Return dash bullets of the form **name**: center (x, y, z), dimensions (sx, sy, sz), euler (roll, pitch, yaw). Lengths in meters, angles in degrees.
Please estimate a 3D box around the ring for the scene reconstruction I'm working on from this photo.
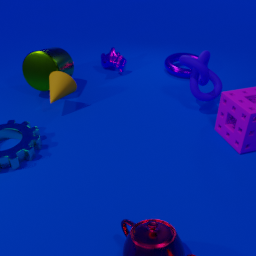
- **ring**: center (2.202, -2.404, 10.646), dimensions (1.654, 0.331, 1.654), euler (2, 40, -1)

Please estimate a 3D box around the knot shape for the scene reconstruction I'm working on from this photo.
- **knot shape**: center (2.128, -1.630, 8.086), dimensions (0.712, 1.540, 1.441), euler (-23, 25, 35)

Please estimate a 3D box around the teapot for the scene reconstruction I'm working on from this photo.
- **teapot**: center (0.420, 1.784, 4.227), dimensions (0.952, 0.750, 1.531), euler (-16, 20, -40)

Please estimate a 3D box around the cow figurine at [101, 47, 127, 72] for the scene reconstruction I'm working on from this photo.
- **cow figurine**: center (-0.573, -2.499, 10.624), dimensions (1.126, 0.618, 1.108), euler (-19, 55, 30)

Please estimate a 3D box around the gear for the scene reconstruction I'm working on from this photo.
- **gear**: center (-2.978, 0.396, 6.758), dimensions (1.688, 0.312, 1.688), euler (0, 35, 0)

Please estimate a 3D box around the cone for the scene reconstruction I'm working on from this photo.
- **cone**: center (-2.030, -1.014, 8.025), dimensions (0.859, 0.859, 0.863), euler (10, 54, 14)

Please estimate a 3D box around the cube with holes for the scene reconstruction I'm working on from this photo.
- **cube with holes**: center (3.017, -0.229, 6.924), dimensions (1.114, 1.114, 1.114), euler (-10, 35, -14)

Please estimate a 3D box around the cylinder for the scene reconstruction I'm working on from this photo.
- **cylinder**: center (-2.551, -1.929, 9.080), dimensions (1.242, 1.242, 1.242), euler (7, 22, 10)
